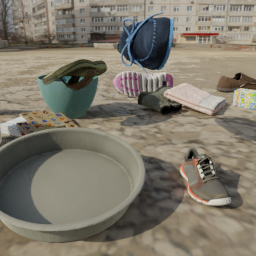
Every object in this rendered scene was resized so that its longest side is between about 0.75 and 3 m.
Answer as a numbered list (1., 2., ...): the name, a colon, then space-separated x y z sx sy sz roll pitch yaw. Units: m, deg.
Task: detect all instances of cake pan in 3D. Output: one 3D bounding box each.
1. cake pan: -1.098 0.865 5.013 2.800 0.514 2.800 3 29 -2

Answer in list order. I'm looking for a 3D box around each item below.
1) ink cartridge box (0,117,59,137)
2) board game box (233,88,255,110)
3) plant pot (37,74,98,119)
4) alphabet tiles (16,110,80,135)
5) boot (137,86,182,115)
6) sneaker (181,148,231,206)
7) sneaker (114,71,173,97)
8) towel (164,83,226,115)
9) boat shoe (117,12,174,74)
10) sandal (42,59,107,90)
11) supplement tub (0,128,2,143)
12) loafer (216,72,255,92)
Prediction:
1. ink cartridge box: -3.027 -0.054 8.638 1.367 0.323 1.094 7 20 23
2. board game box: 5.010 -1.157 11.298 1.281 0.672 0.660 17 25 41
3. plant pot: -2.107 -1.152 10.121 2.112 1.422 2.112 0 19 0
4. alphabet tiles: -2.525 -0.129 8.654 1.642 0.074 1.964 -11 30 -38
5. boot: 1.563 -1.018 11.177 1.464 0.759 2.241 30 34 35
6. sneaker: 1.425 0.868 5.422 0.632 0.671 1.639 -4 19 -12
7. sneaker: 0.651 -2.157 13.683 2.997 1.206 1.325 -3 12 -22
8. towel: 2.756 -1.245 11.302 2.060 0.348 2.157 26 27 23
9. boat shoe: 0.239 -1.768 6.274 0.980 1.202 2.856 9 2 -9
10. sandal: -1.424 -1.589 8.611 1.072 0.770 2.700 -15 5 34
11. supplement tub: -4.307 -0.056 6.973 1.939 1.406 1.406 -12 22 -29
12. loafer: 5.898 -2.365 14.364 2.666 0.946 0.974 -4 19 -11
